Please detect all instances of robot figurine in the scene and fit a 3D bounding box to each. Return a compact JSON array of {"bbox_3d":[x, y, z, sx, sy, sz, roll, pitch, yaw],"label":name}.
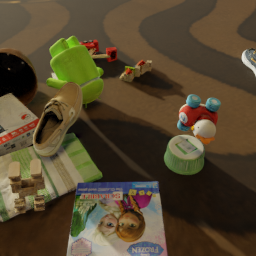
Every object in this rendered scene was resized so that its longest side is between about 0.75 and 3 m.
[{"bbox_3d":[-1.752,-1.900,9.746,1.376,2.378,2.086,-20,12,40],"label":"robot figurine"}]

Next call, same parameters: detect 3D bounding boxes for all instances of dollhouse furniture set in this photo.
[{"bbox_3d":[-2.499,1.205,6.184,1.264,1.161,0.823,-5,37,-16],"label":"dollhouse furniture set"}]

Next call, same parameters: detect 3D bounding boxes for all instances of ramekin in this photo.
[{"bbox_3d":[1.597,0.708,7.827,1.125,0.550,1.125,0,40,0],"label":"ramekin"}]

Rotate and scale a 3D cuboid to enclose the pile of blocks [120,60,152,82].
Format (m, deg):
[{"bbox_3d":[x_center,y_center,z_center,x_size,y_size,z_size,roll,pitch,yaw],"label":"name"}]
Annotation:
[{"bbox_3d":[0.343,-2.522,11.647,0.715,0.541,1.741,32,49,32],"label":"pile of blocks"}]

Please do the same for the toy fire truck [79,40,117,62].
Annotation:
[{"bbox_3d":[-1.709,-3.460,12.763,2.150,0.524,1.516,-14,42,-16],"label":"toy fire truck"}]

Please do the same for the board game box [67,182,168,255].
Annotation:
[{"bbox_3d":[-0.229,2.116,6.269,2.032,0.418,2.028,-1,40,-1],"label":"board game box"}]

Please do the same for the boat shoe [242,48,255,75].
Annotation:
[{"bbox_3d":[5.627,-2.982,11.677,0.931,1.194,2.631,-1,40,-2],"label":"boat shoe"}]

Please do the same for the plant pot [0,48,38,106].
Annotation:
[{"bbox_3d":[-4.304,-2.059,10.176,2.050,2.050,2.193,-9,32,-10],"label":"plant pot"}]

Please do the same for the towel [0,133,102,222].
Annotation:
[{"bbox_3d":[-2.284,1.196,7.466,2.660,0.408,1.984,-19,47,-24],"label":"towel"}]

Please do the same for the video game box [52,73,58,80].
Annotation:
[{"bbox_3d":[-2.645,-2.005,11.309,0.755,0.194,0.829,-13,42,-11],"label":"video game box"}]

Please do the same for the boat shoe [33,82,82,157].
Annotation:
[{"bbox_3d":[-1.903,-0.389,7.680,0.856,0.771,2.373,19,64,6],"label":"boat shoe"}]

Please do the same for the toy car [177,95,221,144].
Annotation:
[{"bbox_3d":[1.820,-0.067,7.117,1.011,1.053,1.143,10,44,-2],"label":"toy car"}]

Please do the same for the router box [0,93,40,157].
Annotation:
[{"bbox_3d":[-4.099,0.072,8.485,2.380,0.581,2.136,-32,52,-32],"label":"router box"}]
